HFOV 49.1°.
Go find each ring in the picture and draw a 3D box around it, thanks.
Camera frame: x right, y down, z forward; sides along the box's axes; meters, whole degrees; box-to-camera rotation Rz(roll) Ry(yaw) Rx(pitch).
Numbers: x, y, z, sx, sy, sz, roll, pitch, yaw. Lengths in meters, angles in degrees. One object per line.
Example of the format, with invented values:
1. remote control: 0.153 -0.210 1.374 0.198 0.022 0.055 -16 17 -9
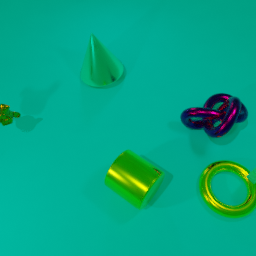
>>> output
1. ring: 2.767 1.638 7.673 1.644 0.329 1.644 0 59 0

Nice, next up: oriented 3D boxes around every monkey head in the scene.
1. monkey head: -3.591 -0.460 8.025 1.039 0.747 0.626 14 28 -27

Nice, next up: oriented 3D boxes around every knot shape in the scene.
1. knot shape: 2.563 -0.365 7.933 1.957 1.832 0.904 -20 102 0

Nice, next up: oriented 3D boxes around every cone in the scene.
1. cone: -1.032 -2.491 9.325 1.570 1.576 1.570 -4 53 6

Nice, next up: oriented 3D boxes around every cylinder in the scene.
1. cylinder: 0.177 1.340 7.336 1.164 1.164 1.164 32 64 20

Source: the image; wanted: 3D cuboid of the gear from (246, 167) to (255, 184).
1. gear: 3.603 0.843 7.059 1.385 1.385 0.256 -34 65 -19
